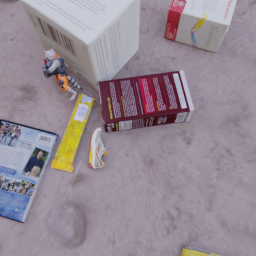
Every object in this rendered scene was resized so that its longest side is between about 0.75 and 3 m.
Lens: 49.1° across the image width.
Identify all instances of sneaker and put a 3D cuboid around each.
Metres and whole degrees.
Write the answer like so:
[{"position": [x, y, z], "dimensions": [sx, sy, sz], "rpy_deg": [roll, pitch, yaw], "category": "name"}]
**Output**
[{"position": [-0.849, 0.581, 8.169], "dimensions": [0.504, 0.477, 1.226], "rpy_deg": [4, 77, -3], "category": "sneaker"}]

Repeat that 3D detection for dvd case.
[{"position": [-3.340, 1.133, 8.024], "dimensions": [1.885, 0.232, 2.642], "rpy_deg": [14, 68, 7], "category": "dvd case"}]

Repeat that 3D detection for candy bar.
[{"position": [-1.581, 0.064, 8.429], "dimensions": [0.634, 0.282, 2.544], "rpy_deg": [16, 69, 0], "category": "candy bar"}]

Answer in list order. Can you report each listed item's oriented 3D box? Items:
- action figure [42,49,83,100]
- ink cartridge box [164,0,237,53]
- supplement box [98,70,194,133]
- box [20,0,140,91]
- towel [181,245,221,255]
[{"position": [-2.049, -1.677, 8.458], "dimensions": [0.809, 1.496, 1.546], "rpy_deg": [-25, 25, -2], "category": "action figure"}, {"position": [2.409, -3.715, 9.396], "dimensions": [1.948, 1.409, 1.415], "rpy_deg": [20, 69, 8], "category": "ink cartridge box"}, {"position": [0.501, -0.802, 8.513], "dimensions": [2.648, 0.806, 1.441], "rpy_deg": [-8, 67, -4], "category": "supplement box"}, {"position": [-1.252, -3.063, 8.496], "dimensions": [2.540, 2.553, 2.187], "rpy_deg": [36, 75, 14], "category": "box"}, {"position": [1.977, 4.302, 6.496], "dimensions": [1.946, 0.308, 2.709], "rpy_deg": [16, 61, 6], "category": "towel"}]
